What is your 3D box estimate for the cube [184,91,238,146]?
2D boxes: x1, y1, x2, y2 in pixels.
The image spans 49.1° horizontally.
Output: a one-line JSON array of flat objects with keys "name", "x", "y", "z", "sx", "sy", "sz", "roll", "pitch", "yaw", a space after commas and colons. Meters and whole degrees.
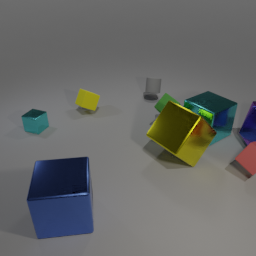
[{"name": "cube", "x": 3.044, "y": -0.396, "z": 10.646, "sx": 1.400, "sy": 1.400, "sz": 1.400, "roll": -22, "pitch": 38, "yaw": -31}]

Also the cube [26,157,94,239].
[{"name": "cube", "x": -1.634, "y": 1.737, "z": 7.141, "sx": 1.400, "sy": 1.400, "sz": 1.400, "roll": -4, "pitch": 33, "yaw": -6}]

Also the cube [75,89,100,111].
[{"name": "cube", "x": -1.765, "y": -1.231, "z": 12.185, "sx": 0.700, "sy": 0.700, "sz": 0.700, "roll": 15, "pitch": 8, "yaw": -38}]

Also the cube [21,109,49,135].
[{"name": "cube", "x": -3.667, "y": -0.263, "z": 11.110, "sx": 0.700, "sy": 0.700, "sz": 0.700, "roll": 12, "pitch": 33, "yaw": 19}]

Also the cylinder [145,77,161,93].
[{"name": "cylinder", "x": 1.204, "y": -2.030, "z": 13.278, "sx": 0.700, "sy": 0.700, "sz": 0.700, "roll": 4, "pitch": 12, "yaw": -1}]

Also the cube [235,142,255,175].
[{"name": "cube", "x": 3.820, "y": 0.906, "z": 8.492, "sx": 0.700, "sy": 0.700, "sz": 0.700, "roll": 47, "pitch": 24, "yaw": 24}]

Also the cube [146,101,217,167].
[{"name": "cube", "x": 1.753, "y": 0.191, "z": 9.169, "sx": 1.400, "sy": 1.400, "sz": 1.400, "roll": 35, "pitch": 2, "yaw": 43}]

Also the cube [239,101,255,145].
[{"name": "cube", "x": 4.988, "y": 0.053, "z": 9.698, "sx": 1.400, "sy": 1.400, "sz": 1.400, "roll": 5, "pitch": 32, "yaw": -8}]

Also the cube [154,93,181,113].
[{"name": "cube", "x": 1.543, "y": -0.789, "z": 10.691, "sx": 0.700, "sy": 0.700, "sz": 0.700, "roll": 41, "pitch": 4, "yaw": 22}]
